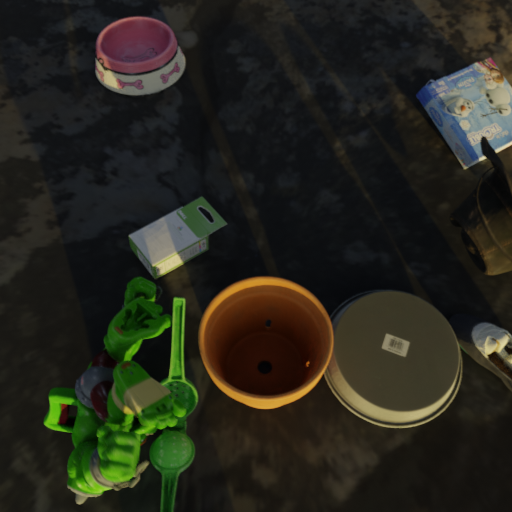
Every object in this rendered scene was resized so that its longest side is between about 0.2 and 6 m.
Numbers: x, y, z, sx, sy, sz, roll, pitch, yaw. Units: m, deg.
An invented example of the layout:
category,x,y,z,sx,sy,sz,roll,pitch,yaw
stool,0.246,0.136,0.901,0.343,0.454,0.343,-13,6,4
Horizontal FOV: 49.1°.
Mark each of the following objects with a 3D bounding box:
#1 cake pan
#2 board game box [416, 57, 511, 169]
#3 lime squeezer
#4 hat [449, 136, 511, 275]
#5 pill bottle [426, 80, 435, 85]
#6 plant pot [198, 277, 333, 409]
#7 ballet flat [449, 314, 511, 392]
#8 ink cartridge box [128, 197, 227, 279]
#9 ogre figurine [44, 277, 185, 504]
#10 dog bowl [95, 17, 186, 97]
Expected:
category,x,y,z,sx,sy,sz,roll,pitch,yaw
cake pan,1.980,1.385,8.102,2.083,0.382,2.083,0,63,0
board game box,4.222,-2.752,10.683,1.719,0.373,1.710,-27,82,-17
lime squeezer,-1.024,2.244,7.279,0.611,1.145,3.241,8,74,-20
hat,3.720,-0.431,8.688,1.147,2.844,2.844,-32,54,24
pill bottle,3.770,-3.142,11.208,0.859,0.456,0.456,33,62,19
plant pot,0.126,1.351,7.759,1.760,1.232,1.760,0,56,0
ballet flat,3.617,1.446,8.045,0.702,0.702,1.921,-30,61,-18
ink cartridge box,-1.286,-0.314,9.335,1.455,0.431,0.755,-32,62,-22
ogre figurine,-1.791,1.723,7.069,1.419,1.734,2.893,9,40,-38
dog bowl,-2.485,-4.262,11.801,1.945,0.717,1.945,0,56,0
